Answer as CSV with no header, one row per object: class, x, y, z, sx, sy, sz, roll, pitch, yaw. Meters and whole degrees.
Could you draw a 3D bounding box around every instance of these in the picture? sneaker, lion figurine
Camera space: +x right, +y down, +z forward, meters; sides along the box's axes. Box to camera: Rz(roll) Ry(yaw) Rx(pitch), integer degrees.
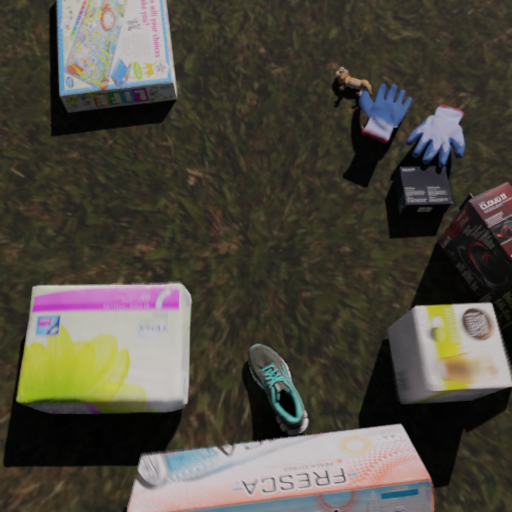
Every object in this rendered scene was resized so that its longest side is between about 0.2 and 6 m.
sneaker,0.413,2.322,10.047,0.681,0.800,1.755,-29,71,-10
lion figurine,2.246,-3.929,12.752,0.972,0.352,0.595,25,45,3

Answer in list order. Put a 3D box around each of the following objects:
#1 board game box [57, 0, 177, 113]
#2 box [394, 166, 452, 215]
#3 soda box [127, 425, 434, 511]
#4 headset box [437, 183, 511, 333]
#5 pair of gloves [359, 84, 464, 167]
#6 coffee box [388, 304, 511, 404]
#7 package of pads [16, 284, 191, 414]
board game box,-3.300,-5.208,13.099,2.510,0.639,3.734,-8,69,-3
box,3.453,-1.352,11.645,0.980,0.510,0.893,-1,68,-2
soda box,0.382,3.858,8.737,4.447,1.521,1.414,-6,104,-1
headset box,4.524,-0.019,10.413,0.926,1.835,2.469,-25,70,-11
pair of gloves,3.339,-2.880,12.150,2.502,0.285,2.012,23,52,9
coffee box,3.322,1.743,9.818,1.430,1.446,1.444,-1,67,-7
package of pads,-2.669,1.701,10.156,2.917,0.995,2.254,-2,66,0
